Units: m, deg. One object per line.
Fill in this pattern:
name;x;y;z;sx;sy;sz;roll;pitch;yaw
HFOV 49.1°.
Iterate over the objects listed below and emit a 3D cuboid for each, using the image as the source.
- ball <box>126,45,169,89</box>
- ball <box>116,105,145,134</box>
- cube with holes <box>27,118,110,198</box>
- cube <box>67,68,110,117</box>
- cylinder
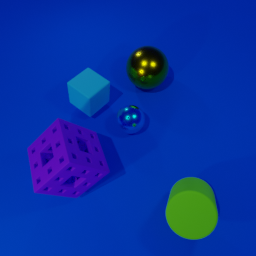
ball;0.626;-1.959;9.104;1.393;1.393;1.393;0;59;0
ball;0.068;-0.263;8.397;0.877;0.877;0.877;0;59;0
cube with holes;-1.506;0.800;7.009;1.291;1.291;1.291;-40;52;22
cube;-1.197;-1.102;8.653;0.917;0.917;0.917;35;60;18
cylinder;1.520;1.867;6.685;1.131;1.131;1.131;2;97;13
